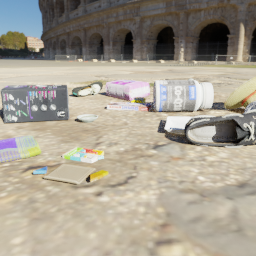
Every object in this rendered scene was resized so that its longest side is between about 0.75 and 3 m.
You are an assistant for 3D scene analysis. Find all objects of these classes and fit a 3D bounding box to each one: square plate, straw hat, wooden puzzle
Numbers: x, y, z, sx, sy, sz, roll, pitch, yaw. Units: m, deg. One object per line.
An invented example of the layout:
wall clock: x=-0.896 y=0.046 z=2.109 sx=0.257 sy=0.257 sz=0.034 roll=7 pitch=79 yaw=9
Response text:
square plate: x=2.307 y=-0.069 z=10.058 sx=1.896 sy=0.270 sz=1.878 roll=3 pitch=16 yaw=10
straw hat: x=5.745 y=-1.212 z=12.348 sx=2.667 sy=2.667 sz=1.129 roll=-9 pitch=61 yaw=-29
wooden puzzle: x=-1.279 y=1.049 z=6.308 sx=1.469 sy=0.172 sz=0.991 roll=8 pitch=13 yaw=24

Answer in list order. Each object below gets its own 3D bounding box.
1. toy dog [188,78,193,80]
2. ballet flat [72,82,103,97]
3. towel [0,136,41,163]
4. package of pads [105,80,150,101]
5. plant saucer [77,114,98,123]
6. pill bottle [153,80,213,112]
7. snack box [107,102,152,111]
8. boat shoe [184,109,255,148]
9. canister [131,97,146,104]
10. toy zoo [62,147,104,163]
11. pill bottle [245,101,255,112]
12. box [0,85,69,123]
toy dog: x=3.687 y=-2.279 z=16.675 sx=1.007 sy=1.378 sz=2.090 roll=-29 pitch=1 yaw=14
ballet flat: x=-2.366 y=-2.302 z=17.362 sx=2.241 sy=0.762 sz=0.766 roll=-22 pitch=34 yaw=-30
towel: x=-3.603 y=0.607 z=7.675 sx=2.246 sy=0.256 sz=1.613 roll=-7 pitch=16 yaw=-22
package of pads: x=-0.062 y=-2.283 z=16.617 sx=1.503 sy=0.944 sz=2.494 roll=-16 pitch=21 yaw=-35
plant saucer: x=-1.611 y=-0.359 z=11.195 sx=0.843 sy=0.212 sz=0.843 roll=-1 pitch=15 yaw=0
pill bottle: x=2.472 y=-1.461 z=12.822 sx=2.546 sy=1.449 sz=1.449 roll=-1 pitch=16 yaw=0
snack box: x=0.086 y=-1.032 z=13.504 sx=2.092 sy=0.254 sz=0.752 roll=4 pitch=16 yaw=13
boat shoe: x=3.135 y=0.049 z=8.125 sx=2.982 sy=1.102 sz=0.900 roll=2 pitch=15 yaw=19
canister: x=0.528 y=-1.343 z=14.435 sx=0.637 sy=0.371 sz=0.857 roll=4 pitch=17 yaw=12
toy zoo: x=-1.122 y=0.726 z=7.518 sx=1.055 sy=0.108 sz=0.692 roll=6 pitch=16 yaw=21
pill bottle: x=4.978 y=-0.416 z=9.915 sx=1.548 sy=0.862 sz=0.862 roll=9 pitch=10 yaw=-27
box: x=-3.735 y=-1.054 z=11.567 sx=2.514 sy=1.333 sz=1.537 roll=-3 pitch=16 yaw=-12
